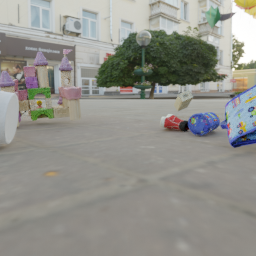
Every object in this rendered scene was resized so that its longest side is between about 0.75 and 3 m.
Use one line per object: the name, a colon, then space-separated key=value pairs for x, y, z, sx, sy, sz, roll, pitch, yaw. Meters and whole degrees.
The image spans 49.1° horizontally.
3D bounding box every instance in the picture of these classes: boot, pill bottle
boot: x=1.340 y=-0.112 z=7.333 sx=0.763 sy=0.383 sz=1.058 roll=11 pitch=10 yaw=20
pill bottle: x=-3.034 y=-0.290 z=4.623 sx=2.166 sy=1.205 sz=1.205 roll=8 pitch=6 yaw=-9

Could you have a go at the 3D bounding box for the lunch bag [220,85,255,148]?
lunch bag: x=2.176 y=-0.260 z=4.636 sx=1.356 sy=0.638 sz=1.021 roll=-22 pitch=35 yaw=29

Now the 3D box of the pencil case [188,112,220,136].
pencil case: x=1.814 y=-0.115 z=6.564 sx=0.533 sy=0.479 sz=1.227 roll=31 pitch=20 yaw=23

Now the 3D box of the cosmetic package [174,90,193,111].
cosmetic package: x=2.133 y=-1.045 z=10.839 sx=0.495 sy=0.349 sz=0.956 roll=-24 pitch=-18 yaw=-8

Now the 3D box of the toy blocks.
toy blocks: x=-2.718 y=-1.277 z=8.467 sx=2.260 sy=2.035 sz=2.418 roll=-8 pitch=13 yaw=-19
